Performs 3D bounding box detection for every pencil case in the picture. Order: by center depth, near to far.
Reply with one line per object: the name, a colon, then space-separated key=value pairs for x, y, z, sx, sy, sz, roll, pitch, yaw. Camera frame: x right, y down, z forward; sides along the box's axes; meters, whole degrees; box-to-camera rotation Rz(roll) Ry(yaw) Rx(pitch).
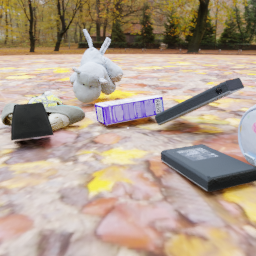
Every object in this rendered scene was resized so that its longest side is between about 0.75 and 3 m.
pencil case: x=3.732 y=0.130 z=5.654 sx=2.935 sy=1.331 sz=1.220 roll=0 pitch=30 yaw=-17

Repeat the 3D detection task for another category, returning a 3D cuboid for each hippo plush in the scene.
hippo plush: x=-1.211 y=-2.105 z=11.433 sx=2.195 sy=2.755 sz=2.215 roll=16 pitch=28 yaw=-14

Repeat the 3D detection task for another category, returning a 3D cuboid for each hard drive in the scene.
hard drive: x=1.574 y=0.733 z=5.677 sx=1.173 sy=0.276 sz=1.681 roll=-6 pitch=14 yaw=-21
hard drive: x=2.038 y=-0.756 z=8.067 sx=2.244 sy=0.369 sz=1.566 roll=-26 pitch=-3 yaw=36

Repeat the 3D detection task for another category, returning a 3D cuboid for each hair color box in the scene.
hair color box: x=0.041 y=-0.623 z=9.031 sx=1.982 sy=0.642 sz=1.083 roll=-10 pitch=12 yaw=-20

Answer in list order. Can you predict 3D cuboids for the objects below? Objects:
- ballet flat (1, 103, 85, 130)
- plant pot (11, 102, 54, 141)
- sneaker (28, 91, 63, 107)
ballet flat: x=-2.503 y=-0.242 z=8.341 sx=2.410 sy=0.812 sz=0.768 roll=4 pitch=46 yaw=-7
plant pot: x=-2.510 y=-0.174 z=7.201 sx=0.990 sy=0.881 sz=0.993 roll=-8 pitch=2 yaw=-20
sneaker: x=-2.891 y=-0.719 z=9.656 sx=0.755 sy=0.745 sz=1.975 roll=27 pitch=31 yaw=2
